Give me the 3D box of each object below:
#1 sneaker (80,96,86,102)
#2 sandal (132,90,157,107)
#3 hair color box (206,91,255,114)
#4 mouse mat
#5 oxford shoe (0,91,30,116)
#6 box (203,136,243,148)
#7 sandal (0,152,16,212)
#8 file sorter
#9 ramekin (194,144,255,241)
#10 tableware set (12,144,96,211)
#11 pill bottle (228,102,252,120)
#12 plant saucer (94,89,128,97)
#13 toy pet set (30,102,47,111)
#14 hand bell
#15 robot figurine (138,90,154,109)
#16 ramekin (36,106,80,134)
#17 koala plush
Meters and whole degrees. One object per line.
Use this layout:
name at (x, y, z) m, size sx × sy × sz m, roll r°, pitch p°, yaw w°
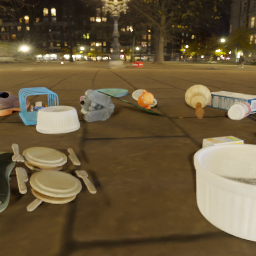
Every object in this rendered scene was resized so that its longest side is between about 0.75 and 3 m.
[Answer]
sneaker at (-2.215, -1.639, 16.132) m, size 1.140 × 0.458 × 0.504 m, roll 11°, pitch 11°, yaw 37°
sandal at (0.875, -1.581, 15.837) m, size 0.882 × 0.532 × 2.167 m, roll -20°, pitch 33°, yaw -14°
hair color box at (5.369, -1.333, 14.284) m, size 1.271 × 0.769 × 2.541 m, roll -9°, pitch 17°, yaw -29°
mouse mat at (0.149, -1.089, 12.736) m, size 2.772 × 0.104 × 2.231 m, roll 18°, pitch 5°, yaw -29°
oxford shoe at (-5.738, -1.342, 13.825) m, size 1.007 × 1.029 × 2.823 m, roll 2°, pitch 15°, yaw 7°
box at (2.643, 0.559, 7.834) m, size 0.962 × 0.488 × 0.541 m, roll -5°, pitch 15°, yaw -17°
sandal at (-2.799, 1.110, 5.809) m, size 0.813 × 0.584 × 2.048 m, roll 2°, pitch 29°, yaw -17°
file sorter at (-3.913, -1.012, 12.193) m, size 1.430 × 1.264 × 2.061 m, roll -8°, pitch 18°, yaw -26°
ramekin at (2.204, 1.060, 4.991) m, size 2.072 × 1.010 × 2.072 m, roll 1°, pitch 15°, yaw 0°
tableware set at (-1.756, 1.035, 6.191) m, size 1.520 × 0.461 × 2.299 m, roll 7°, pitch 16°, yaw -28°
pill bottle at (4.864, -0.736, 12.250) m, size 0.695 × 0.695 × 1.239 m, roll 13°, pitch 20°, yaw 39°
plant saucer at (-1.145, -2.396, 19.115) m, size 2.342 × 0.321 × 2.342 m, roll -1°, pitch 15°, yaw 0°
toy pet set at (-4.409, -0.961, 13.972) m, size 0.802 × 0.426 × 0.749 m, roll -4°, pitch -19°, yaw -27°
hand bell at (3.330, -1.037, 13.241) m, size 1.281 × 1.281 × 2.460 m, roll 3°, pitch 28°, yaw 11°
robot figurine at (0.849, -1.362, 13.474) m, size 0.652 × 0.805 × 1.119 m, roll 23°, pitch -11°, yaw -11°
ramekin at (-2.680, -0.361, 10.694) m, size 1.654 × 0.770 × 1.654 m, roll 0°, pitch 14°, yaw 0°
koala plush at (-1.531, -0.999, 12.344) m, size 1.400 × 1.351 × 1.524 m, roll 3°, pitch 9°, yaw -41°
